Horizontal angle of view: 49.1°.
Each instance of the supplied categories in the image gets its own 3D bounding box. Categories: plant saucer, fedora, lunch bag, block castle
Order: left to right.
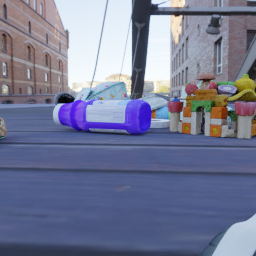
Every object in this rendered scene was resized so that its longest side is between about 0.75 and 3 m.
[{"bbox_3d":[-3.425,-1.112,14.998,0.772,1.512,1.709,-35,23,34],"label":"fedora"},{"bbox_3d":[-1.529,-1.286,13.860,2.714,1.655,2.312,-24,17,-16],"label":"lunch bag"},{"bbox_3d":[0.568,-0.942,12.219,2.497,0.627,2.497,-16,2,1],"label":"plant saucer"},{"bbox_3d":[2.624,-0.492,8.220,1.809,1.270,2.708,-6,9,-42],"label":"block castle"}]

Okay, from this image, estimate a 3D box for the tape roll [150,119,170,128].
[{"bbox_3d":[0.889,-0.167,10.029,1.269,0.232,1.269,1,7,0],"label":"tape roll"}]

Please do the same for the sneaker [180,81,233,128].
[{"bbox_3d":[3.192,-0.898,10.024,2.866,1.691,1.055,4,6,24],"label":"sneaker"}]

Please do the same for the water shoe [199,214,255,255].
[{"bbox_3d":[0.821,0.722,1.464,1.324,0.474,0.523,-3,35,-45],"label":"water shoe"}]

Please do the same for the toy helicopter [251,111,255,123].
[{"bbox_3d":[4.420,-0.350,9.077,1.208,0.799,0.476,-1,6,-9],"label":"toy helicopter"}]

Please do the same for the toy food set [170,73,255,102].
[{"bbox_3d":[2.644,-1.269,8.618,2.701,0.882,1.589,5,9,35],"label":"toy food set"}]

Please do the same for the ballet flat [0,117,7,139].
[{"bbox_3d":[-3.234,0.033,6.243,0.696,0.644,1.973,-4,7,-12],"label":"ballet flat"}]

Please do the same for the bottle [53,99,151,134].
[{"bbox_3d":[-0.843,-0.370,8.417,2.989,0.976,1.249,3,7,25],"label":"bottle"}]

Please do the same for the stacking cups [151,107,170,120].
[{"bbox_3d":[1.411,-0.599,11.492,2.626,0.794,0.794,0,6,8],"label":"stacking cups"}]
